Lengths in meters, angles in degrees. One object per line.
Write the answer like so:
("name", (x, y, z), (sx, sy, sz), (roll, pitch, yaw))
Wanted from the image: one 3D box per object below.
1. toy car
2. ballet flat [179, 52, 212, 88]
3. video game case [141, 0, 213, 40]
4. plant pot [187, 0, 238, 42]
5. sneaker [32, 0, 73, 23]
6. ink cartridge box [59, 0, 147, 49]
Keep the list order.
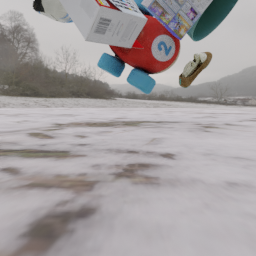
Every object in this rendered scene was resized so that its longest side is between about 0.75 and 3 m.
("toy car", (0.022, -2.932, 8.235), (2.642, 2.753, 2.987), (33, 6, 27))
("ballet flat", (2.230, -2.091, 9.345), (0.567, 1.672, 0.605), (34, -12, 41))
("video game case", (1.094, -2.710, 5.905), (1.328, 1.204, 0.302), (23, 21, -46))
("plant pot", (1.843, -3.559, 7.412), (1.539, 1.918, 1.918), (46, 20, 14))
("sneaker", (-2.456, -4.096, 9.518), (2.508, 0.901, 0.909), (37, 12, 36))
("ink cartridge box", (-0.347, -1.911, 4.424), (1.171, 1.333, 0.559), (-5, -38, -42))
